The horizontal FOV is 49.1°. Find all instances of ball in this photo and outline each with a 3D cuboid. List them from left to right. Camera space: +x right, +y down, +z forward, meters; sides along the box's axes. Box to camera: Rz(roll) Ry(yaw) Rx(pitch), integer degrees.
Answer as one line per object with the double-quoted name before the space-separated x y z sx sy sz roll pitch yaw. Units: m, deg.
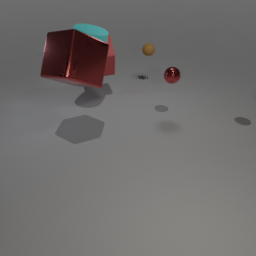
"ball" 1.124 -4.276 15.272 0.700 0.700 0.700 0 31 0
"ball" 1.834 -2.184 11.620 0.700 0.700 0.700 0 31 0

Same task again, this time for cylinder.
"cylinder" -1.611 -3.377 11.514 1.400 1.400 1.400 11 31 -7

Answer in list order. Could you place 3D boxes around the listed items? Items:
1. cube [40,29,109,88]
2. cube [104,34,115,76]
"cube" -1.639 -2.087 8.644 1.400 1.400 1.400 12 3 41
"cube" -1.430 -3.441 13.463 1.400 1.400 1.400 -10 62 -8
